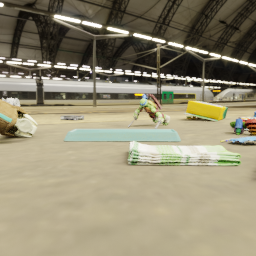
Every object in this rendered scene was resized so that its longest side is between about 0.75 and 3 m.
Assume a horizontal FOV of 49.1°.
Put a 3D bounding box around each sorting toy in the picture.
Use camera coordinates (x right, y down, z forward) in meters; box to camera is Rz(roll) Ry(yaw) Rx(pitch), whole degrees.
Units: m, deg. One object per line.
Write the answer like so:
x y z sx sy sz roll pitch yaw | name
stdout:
2.902 0.025 6.959 0.568 0.388 0.945 14 -12 -21 | sorting toy

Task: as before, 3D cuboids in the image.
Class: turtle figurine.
0.725 -0.300 9.309 1.022 1.420 1.377 -23 -28 30 | turtle figurine

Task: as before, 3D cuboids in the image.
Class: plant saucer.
-0.110 0.145 6.056 2.399 0.228 0.839 -1 5 3 | plant saucer

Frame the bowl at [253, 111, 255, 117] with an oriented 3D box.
6.308 -0.452 11.354 2.316 0.455 2.316 0 5 0 | bowl

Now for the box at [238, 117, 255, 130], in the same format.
3.960 -0.138 8.475 1.139 0.332 1.663 2 5 19 | box

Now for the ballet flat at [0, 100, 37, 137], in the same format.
-2.419 -0.127 6.052 0.814 0.763 2.250 24 -9 -6 | ballet flat

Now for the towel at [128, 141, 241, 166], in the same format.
0.718 0.322 3.979 1.430 0.219 1.066 0 6 1 | towel

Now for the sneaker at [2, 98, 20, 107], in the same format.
-4.285 -0.576 9.845 0.627 0.959 1.668 0 5 2 | sneaker

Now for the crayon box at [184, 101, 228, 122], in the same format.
3.675 -0.824 13.037 1.510 0.620 2.403 16 12 25 | crayon box

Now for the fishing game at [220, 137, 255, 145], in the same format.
2.278 0.247 5.346 0.926 0.144 0.663 -6 1 36 | fishing game

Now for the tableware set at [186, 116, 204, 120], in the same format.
3.279 -0.537 13.804 0.831 0.189 1.233 0 6 7 | tableware set

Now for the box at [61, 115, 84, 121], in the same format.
-2.574 -0.480 12.973 0.864 0.215 0.681 2 5 23 | box
